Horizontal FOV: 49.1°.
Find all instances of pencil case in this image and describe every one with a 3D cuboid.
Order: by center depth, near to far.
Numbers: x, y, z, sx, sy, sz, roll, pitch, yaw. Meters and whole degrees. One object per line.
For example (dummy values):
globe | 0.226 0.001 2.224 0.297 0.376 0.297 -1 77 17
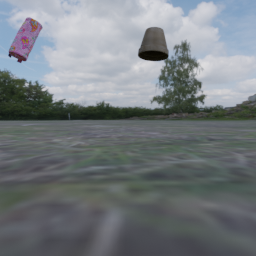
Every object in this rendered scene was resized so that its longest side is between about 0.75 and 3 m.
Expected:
pencil case | -2.632 -2.263 7.212 0.500 1.143 0.500 17 -15 5

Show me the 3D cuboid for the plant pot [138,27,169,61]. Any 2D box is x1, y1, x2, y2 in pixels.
plant pot | 1.109 -3.616 11.967 1.332 1.156 1.332 4 -4 0
